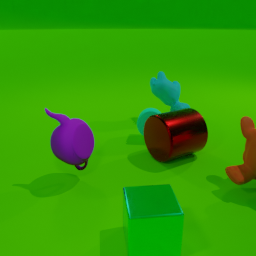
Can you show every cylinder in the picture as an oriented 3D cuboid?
[{"bbox_3d":[1.097,0.145,6.549,1.090,1.090,1.090,-12,25,-28],"label":"cylinder"},{"bbox_3d":[0.612,-0.150,7.526,0.711,0.711,0.711,2,10,5],"label":"cylinder"}]

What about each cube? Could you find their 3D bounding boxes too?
[{"bbox_3d":[0.326,1.331,4.024,0.740,0.740,0.740,-2,21,-6],"label":"cube"}]

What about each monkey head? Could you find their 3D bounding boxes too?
[{"bbox_3d":[2.443,0.533,5.104,1.214,1.017,1.688,-9,38,-20],"label":"monkey head"}]

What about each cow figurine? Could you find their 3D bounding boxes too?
[{"bbox_3d":[1.297,-0.916,8.729,1.424,0.781,1.401,29,43,-29],"label":"cow figurine"}]

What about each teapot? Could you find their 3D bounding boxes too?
[{"bbox_3d":[-1.135,0.234,5.414,0.715,1.459,0.907,-5,29,28],"label":"teapot"}]
